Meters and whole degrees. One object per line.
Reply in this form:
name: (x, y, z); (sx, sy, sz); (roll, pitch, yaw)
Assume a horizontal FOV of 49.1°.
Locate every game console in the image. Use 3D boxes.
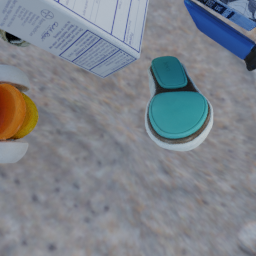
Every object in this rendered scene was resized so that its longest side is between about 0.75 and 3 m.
game console: (2.333, -1.821, 4.880); (2.081, 2.438, 1.442); (-22, 92, 21)

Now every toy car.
toy car: (-2.535, -0.253, 4.540); (1.929, 1.446, 1.688); (-1, 85, -4)

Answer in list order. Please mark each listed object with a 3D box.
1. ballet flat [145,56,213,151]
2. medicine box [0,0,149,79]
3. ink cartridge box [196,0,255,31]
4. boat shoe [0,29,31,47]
ballet flat: (0.809, -0.322, 4.857); (1.036, 1.036, 2.983); (1, 34, 1)
medicine box: (-0.816, -2.257, 4.564); (2.228, 1.147, 2.029); (22, 67, -33)
ink cartridge box: (1.608, -3.234, 5.434); (2.818, 0.553, 1.401); (29, 94, 0)
boat shoe: (-2.134, -1.780, 5.226); (0.561, 1.502, 0.514); (-41, 86, 3)
